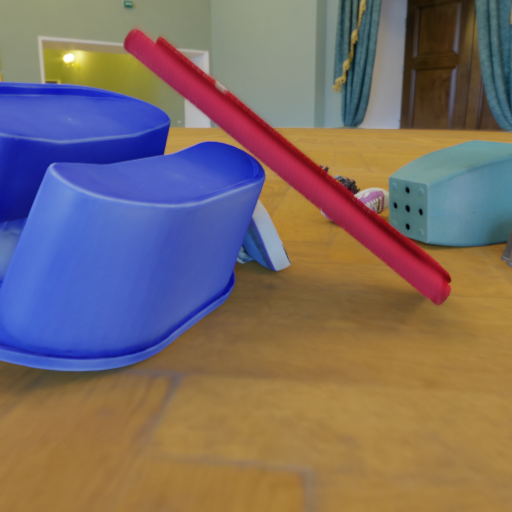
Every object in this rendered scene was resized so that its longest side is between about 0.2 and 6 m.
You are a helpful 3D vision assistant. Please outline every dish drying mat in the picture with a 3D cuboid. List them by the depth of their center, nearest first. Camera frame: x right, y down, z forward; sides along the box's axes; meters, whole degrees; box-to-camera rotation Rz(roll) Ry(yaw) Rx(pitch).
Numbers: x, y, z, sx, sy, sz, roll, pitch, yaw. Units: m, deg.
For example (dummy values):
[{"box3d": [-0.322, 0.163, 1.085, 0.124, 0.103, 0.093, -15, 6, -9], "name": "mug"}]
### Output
[{"box3d": [0.459, -1.139, 7.037, 4.764, 0.434, 1.830, 41, 8, 11], "name": "dish drying mat"}]

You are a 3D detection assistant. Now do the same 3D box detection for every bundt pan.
[{"box3d": [4.970, -0.227, 8.661, 2.134, 0.801, 2.134, 0, 15, 0], "name": "bundt pan"}]

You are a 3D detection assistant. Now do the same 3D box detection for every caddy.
[{"box3d": [-1.853, -0.369, 6.555, 3.141, 2.332, 4.443, 28, 23, 14], "name": "caddy"}]

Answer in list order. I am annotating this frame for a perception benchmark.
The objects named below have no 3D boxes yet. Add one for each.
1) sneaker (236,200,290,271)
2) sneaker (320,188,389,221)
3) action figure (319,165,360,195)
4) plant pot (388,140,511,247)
[{"box3d": [-0.832, -0.311, 9.021, 1.996, 1.098, 2.726, -31, 48, -3], "name": "sneaker"}, {"box3d": [2.295, -0.926, 11.632, 1.699, 0.616, 0.969, -15, 26, -21], "name": "sneaker"}, {"box3d": [2.109, -1.778, 14.384, 1.343, 0.686, 0.798, 33, 16, 13], "name": "action figure"}, {"box3d": [3.676, -1.082, 10.263, 2.364, 1.670, 1.671, -13, 20, -23], "name": "plant pot"}]
